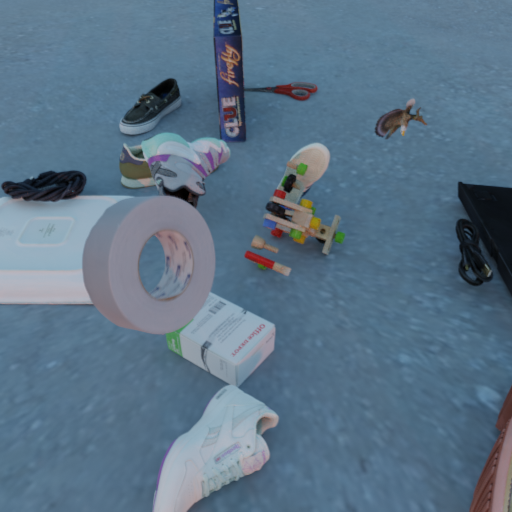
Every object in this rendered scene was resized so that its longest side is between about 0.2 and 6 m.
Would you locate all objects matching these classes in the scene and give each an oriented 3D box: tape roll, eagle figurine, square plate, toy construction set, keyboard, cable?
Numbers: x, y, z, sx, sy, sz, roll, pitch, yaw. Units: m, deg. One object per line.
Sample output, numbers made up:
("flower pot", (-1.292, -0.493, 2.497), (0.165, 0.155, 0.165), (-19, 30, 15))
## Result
("tape roll", (-1.251, 0.099, 6.794), (0.543, 1.645, 1.645), (3, 32, 41))
("eagle figurine", (2.371, -2.211, 9.278), (0.727, 0.552, 0.549), (-6, 41, 37))
("square plate", (-3.761, -0.291, 10.176), (3.038, 0.436, 3.067), (0, 38, 0))
("toy construction set", (0.790, -0.378, 9.770), (1.392, 1.511, 1.811), (24, 63, 10))
("keyboard", (4.601, 0.047, 9.691), (2.585, 0.552, 4.305), (5, 37, -5))
("cable", (-4.196, -1.417, 11.140), (1.501, 0.467, 1.840), (-12, 21, -33))

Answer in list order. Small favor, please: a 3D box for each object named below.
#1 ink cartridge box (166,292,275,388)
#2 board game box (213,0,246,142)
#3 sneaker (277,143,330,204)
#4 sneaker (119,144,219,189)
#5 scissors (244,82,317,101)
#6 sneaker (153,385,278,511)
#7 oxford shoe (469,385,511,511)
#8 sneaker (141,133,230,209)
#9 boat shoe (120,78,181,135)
("ink cartridge box", (-0.516, 1.191, 8.176), (1.319, 0.555, 0.963), (24, 44, 28))
("board game box", (-0.685, -4.909, 14.299), (0.653, 2.557, 3.775), (-3, 38, -1))
("sneaker", (0.932, -1.650, 10.716), (0.652, 1.739, 0.735), (39, 52, -2))
("sneaker", (-1.862, -2.160, 12.070), (2.230, 1.001, 0.748), (-15, 41, -18))
("scissors", (0.536, -4.828, 16.161), (2.430, 0.169, 0.889), (11, 48, 18))
("sneaker", (-0.437, 2.350, 6.565), (0.978, 0.735, 1.963), (19, 42, 22))
("oxford shoe", (3.251, 2.368, 6.187), (1.265, 1.213, 3.428), (23, 44, 23))
("sneaker", (-1.175, -1.418, 10.568), (0.855, 1.539, 2.200), (-14, -3, 38))
("boat shoe", (-2.760, -3.915, 14.548), (0.840, 0.693, 2.446), (15, 41, 18))
